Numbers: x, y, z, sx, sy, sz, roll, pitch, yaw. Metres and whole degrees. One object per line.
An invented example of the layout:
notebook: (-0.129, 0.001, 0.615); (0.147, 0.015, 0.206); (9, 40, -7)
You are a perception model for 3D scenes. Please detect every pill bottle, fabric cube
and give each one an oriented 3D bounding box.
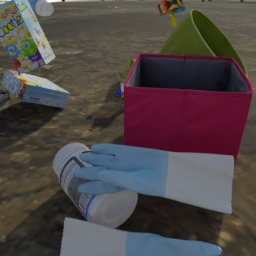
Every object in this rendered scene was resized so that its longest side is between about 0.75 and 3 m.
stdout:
pill bottle: (-2.903, -4.015, 9.247); (0.539, 0.539, 0.992); (-25, 45, -36)
pill bottle: (-0.776, 1.129, 5.895); (1.096, 1.096, 1.926); (-19, 35, -30)
fabric cube: (1.295, -0.233, 6.863); (2.521, 2.513, 2.473); (4, 29, 8)

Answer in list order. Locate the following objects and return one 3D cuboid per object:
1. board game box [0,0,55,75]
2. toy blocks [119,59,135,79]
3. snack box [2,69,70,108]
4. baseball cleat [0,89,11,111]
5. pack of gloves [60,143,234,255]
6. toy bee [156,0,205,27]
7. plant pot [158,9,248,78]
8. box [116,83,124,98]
board game box: (-2.914, -2.523, 7.752); (0.897, 1.742, 0.913); (-17, 23, 12)
toy blocks: (0.627, -2.700, 12.485); (1.216, 0.889, 1.778); (-30, 4, -41)
snack box: (-3.374, -1.427, 10.186); (1.685, 0.676, 1.998); (8, 18, -45)
baseball cleat: (-4.967, -0.876, 9.471); (1.878, 0.999, 0.655); (-26, 55, -34)
pack of gloves: (0.280, 1.423, 4.483); (2.769, 2.326, 0.546); (5, -14, 7)
toy bee: (1.635, -4.833, 10.694); (1.314, 1.583, 2.418); (-25, -4, -22)
plant pot: (1.826, -1.779, 9.117); (2.665, 2.849, 2.665); (29, 42, -30)
box: (0.299, -1.536, 11.335); (1.531, 0.317, 0.911); (0, 30, -4)
